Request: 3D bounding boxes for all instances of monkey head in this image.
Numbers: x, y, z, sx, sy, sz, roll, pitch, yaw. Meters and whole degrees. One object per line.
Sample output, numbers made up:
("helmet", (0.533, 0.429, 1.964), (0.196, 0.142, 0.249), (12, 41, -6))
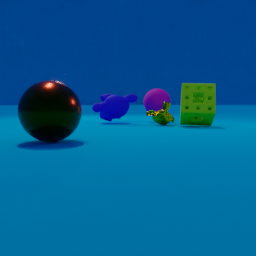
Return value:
("monkey head", (-0.618, -0.959, 10.917), (1.856, 1.335, 1.118), (-18, -21, -20))
("monkey head", (1.240, -0.518, 9.922), (1.106, 0.796, 0.667), (14, -5, -10))

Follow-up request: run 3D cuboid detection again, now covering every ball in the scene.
("ball", (1.196, -1.060, 11.499), (1.106, 1.106, 1.106), (0, 5, 0))
("ball", (-1.547, -0.331, 5.596), (1.229, 1.229, 1.229), (0, 5, 0))

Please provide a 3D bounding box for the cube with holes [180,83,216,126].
("cube with holes", (2.292, -0.765, 9.307), (1.052, 1.052, 1.052), (2, -21, 10))
